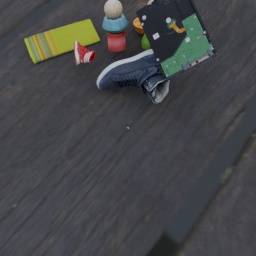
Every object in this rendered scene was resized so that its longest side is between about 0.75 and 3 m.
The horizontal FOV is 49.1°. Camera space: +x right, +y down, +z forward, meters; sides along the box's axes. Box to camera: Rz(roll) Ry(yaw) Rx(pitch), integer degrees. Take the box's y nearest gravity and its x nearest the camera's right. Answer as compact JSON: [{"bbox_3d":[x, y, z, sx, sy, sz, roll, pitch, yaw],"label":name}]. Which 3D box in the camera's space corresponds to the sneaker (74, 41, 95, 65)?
[{"bbox_3d":[-1.188,-2.060,7.708,0.568,0.385,0.983,-4,49,-9],"label":"sneaker"}]

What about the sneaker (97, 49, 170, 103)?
[{"bbox_3d":[0.154,-1.122,7.134,1.906,0.725,1.377,-24,57,10],"label":"sneaker"}]

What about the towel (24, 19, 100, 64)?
[{"bbox_3d":[-1.980,-2.637,8.492,2.114,0.191,0.910,-22,73,-10],"label":"towel"}]

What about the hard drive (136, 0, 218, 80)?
[{"bbox_3d":[1.069,-2.144,6.299,1.249,0.338,1.788,-26,82,27],"label":"hard drive"}]

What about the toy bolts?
[{"bbox_3d":[0.192,-3.097,7.826,1.852,1.285,1.769,-8,47,0],"label":"toy bolts"}]
